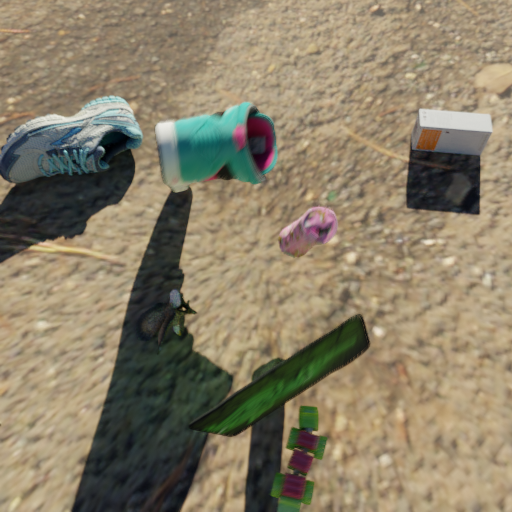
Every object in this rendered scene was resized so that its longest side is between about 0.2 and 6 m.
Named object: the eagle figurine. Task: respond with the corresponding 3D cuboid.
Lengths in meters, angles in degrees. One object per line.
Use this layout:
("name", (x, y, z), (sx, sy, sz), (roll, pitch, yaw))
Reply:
("eagle figurine", (-1.463, 1.082, 9.169), (0.962, 0.730, 0.726), (-34, 84, -24))

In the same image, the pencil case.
("pencil case", (0.779, -0.345, 8.678), (0.573, 1.383, 0.598), (2, 79, -14))

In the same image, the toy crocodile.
("toy crocodile", (0.542, 2.635, 7.026), (0.507, 0.464, 1.502), (16, 65, 10))

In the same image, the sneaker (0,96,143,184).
("sneaker", (-3.525, -2.095, 10.823), (2.851, 1.106, 1.231), (-31, 67, -17))

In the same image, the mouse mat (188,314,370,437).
("mouse mat", (0.417, 1.606, 7.106), (2.382, 1.916, 0.090), (-33, 65, 2))

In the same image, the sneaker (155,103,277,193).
("sneaker", (-0.614, -1.823, 9.561), (1.898, 3.144, 1.315), (-7, 99, -3))

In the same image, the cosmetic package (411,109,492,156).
("cosmetic package", (3.905, -2.476, 11.261), (1.400, 0.710, 0.499), (5, 59, 4))
